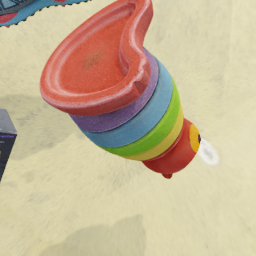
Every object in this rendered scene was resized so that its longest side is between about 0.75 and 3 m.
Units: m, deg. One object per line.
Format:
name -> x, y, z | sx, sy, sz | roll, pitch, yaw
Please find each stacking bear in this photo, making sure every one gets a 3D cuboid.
stacking bear -> 0.211, -0.176, 4.144 | 1.552, 2.729, 1.657 | -14, 52, 27

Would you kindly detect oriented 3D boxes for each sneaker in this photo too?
sneaker -> -1.968, -2.962, 5.213 | 2.956, 1.412, 1.172 | -17, 66, 1

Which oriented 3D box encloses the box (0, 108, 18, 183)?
box -> -2.057, 0.384, 3.723 | 0.772, 0.670, 1.263 | 41, 112, 46
